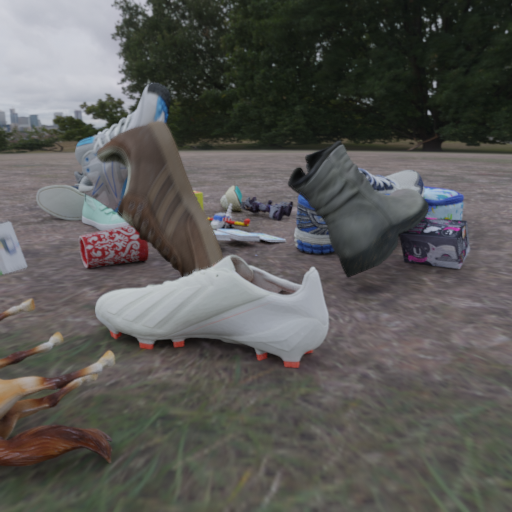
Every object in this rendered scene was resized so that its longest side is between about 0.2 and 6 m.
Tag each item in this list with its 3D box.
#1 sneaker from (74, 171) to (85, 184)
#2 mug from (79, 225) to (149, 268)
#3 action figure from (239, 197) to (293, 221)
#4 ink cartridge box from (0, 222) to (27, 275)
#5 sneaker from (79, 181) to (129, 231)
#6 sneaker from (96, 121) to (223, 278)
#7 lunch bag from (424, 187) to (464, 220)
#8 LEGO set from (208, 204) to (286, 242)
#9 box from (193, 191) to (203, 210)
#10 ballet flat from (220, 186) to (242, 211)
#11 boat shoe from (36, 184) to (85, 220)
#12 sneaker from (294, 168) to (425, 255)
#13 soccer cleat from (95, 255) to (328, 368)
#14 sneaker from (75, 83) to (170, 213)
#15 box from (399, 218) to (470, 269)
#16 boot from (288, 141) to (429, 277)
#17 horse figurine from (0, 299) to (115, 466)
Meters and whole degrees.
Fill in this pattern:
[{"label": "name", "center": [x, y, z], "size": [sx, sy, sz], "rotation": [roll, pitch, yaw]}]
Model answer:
[{"label": "sneaker", "center": [-4.058, -2.744, 17.058], "size": [3.067, 1.771, 1.151], "rotation": [-27, 25, -14]}, {"label": "mug", "center": [-2.736, -0.089, 10.705], "size": [1.143, 1.015, 0.763], "rotation": [-12, 54, -28]}, {"label": "action figure", "center": [0.226, -1.382, 15.827], "size": [1.603, 0.556, 1.043], "rotation": [15, 13, 38]}, {"label": "ink cartridge box", "center": [-3.782, -0.108, 8.405], "size": [0.316, 0.723, 0.525], "rotation": [-21, 9, -40]}, {"label": "sneaker", "center": [-3.730, -1.373, 14.180], "size": [2.281, 1.345, 0.839], "rotation": [14, 18, 41]}, {"label": "sneaker", "center": [-1.382, -0.504, 8.356], "size": [1.173, 3.106, 1.094], "rotation": [-21, -17, -10]}, {"label": "lunch bag", "center": [3.680, -1.197, 14.069], "size": [2.688, 1.108, 2.161], "rotation": [13, 16, 39]}, {"label": "LEGO set", "center": [-0.955, -0.831, 13.083], "size": [2.156, 0.708, 2.887], "rotation": [1, 10, -37]}, {"label": "box", "center": [-2.599, -1.718, 17.043], "size": [0.964, 0.642, 2.561], "rotation": [-8, 16, -31]}, {"label": "ballet flat", "center": [-0.768, -1.688, 17.209], "size": [0.723, 0.723, 2.082], "rotation": [0, 12, -1]}, {"label": "boat shoe", "center": [-4.691, -1.525, 15.575], "size": [2.630, 0.985, 0.813], "rotation": [1, 15, -1]}, {"label": "sneaker", "center": [2.278, -1.286, 11.896], "size": [3.443, 1.466, 1.326], "rotation": [-27, 32, -25]}, {"label": "soccer cleat", "center": [-0.592, 0.528, 6.783], "size": [3.005, 1.166, 1.041], "rotation": [5, 14, 20]}, {"label": "sneaker", "center": [-2.513, -1.892, 10.101], "size": [1.378, 3.179, 1.192], "rotation": [22, 47, -15]}, {"label": "box", "center": [3.351, -0.248, 10.539], "size": [1.098, 0.726, 0.630], "rotation": [9, 40, 38]}, {"label": "boot", "center": [1.862, -1.151, 9.699], "size": [1.056, 2.038, 3.120], "rotation": [-26, 8, 38]}, {"label": "horse figurine", "center": [-2.391, 1.176, 5.032], "size": [1.761, 0.663, 2.658], "rotation": [-26, 32, -37]}]
